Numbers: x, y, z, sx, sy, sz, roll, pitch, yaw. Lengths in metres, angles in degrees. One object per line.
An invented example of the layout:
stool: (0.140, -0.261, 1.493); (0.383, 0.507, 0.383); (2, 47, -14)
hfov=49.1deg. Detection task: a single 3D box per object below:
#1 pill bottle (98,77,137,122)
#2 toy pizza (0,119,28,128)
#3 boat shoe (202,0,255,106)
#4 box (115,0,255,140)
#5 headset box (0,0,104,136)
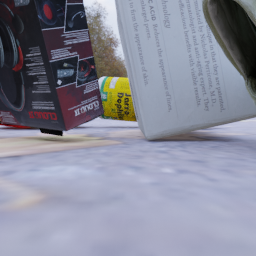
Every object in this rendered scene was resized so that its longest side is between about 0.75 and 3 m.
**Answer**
pill bottle: (0.248, -0.727, 7.394); (2.067, 1.165, 1.165); (6, 4, 12)
toy pizza: (-2.226, -0.229, 7.285); (2.578, 0.408, 2.578); (0, 3, 0)
boat shoe: (1.461, -0.544, 2.673); (2.572, 0.798, 0.926); (43, -9, -30)
box: (0.732, -1.173, 4.551); (1.557, 2.382, 2.369); (-11, 3, 0)
headset box: (-1.185, -0.840, 3.644); (1.461, 1.966, 0.738); (6, 24, 37)
